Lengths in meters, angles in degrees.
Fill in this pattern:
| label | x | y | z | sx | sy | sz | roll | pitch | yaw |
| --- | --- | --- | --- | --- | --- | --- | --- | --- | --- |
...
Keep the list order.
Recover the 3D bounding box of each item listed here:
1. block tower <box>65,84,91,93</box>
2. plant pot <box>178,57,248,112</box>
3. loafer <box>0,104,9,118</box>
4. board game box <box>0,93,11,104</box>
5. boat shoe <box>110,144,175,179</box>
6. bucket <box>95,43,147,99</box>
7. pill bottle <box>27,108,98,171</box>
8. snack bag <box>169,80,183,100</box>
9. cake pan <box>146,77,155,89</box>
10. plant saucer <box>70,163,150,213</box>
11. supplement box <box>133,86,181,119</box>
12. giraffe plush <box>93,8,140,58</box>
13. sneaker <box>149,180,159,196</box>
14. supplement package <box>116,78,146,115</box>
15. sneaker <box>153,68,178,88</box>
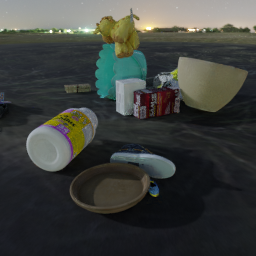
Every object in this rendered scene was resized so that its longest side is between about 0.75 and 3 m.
| label | x | y | z | sx | sy | sz | roll | pitch | yaw |
| --- | --- | --- | --- | --- | --- | --- | --- | --- | --- |
| block tower | -2.913 | -2.301 | 16.212 | 1.439 | 0.389 | 0.416 | -5 | 23 | -13 |
| plant pot | 3.536 | -1.850 | 12.562 | 2.992 | 2.008 | 2.992 | 12 | 13 | -3 |
| loafer | -5.588 | -0.718 | 12.213 | 0.423 | 0.437 | 1.246 | 1 | 22 | 3 |
| board game box | -6.998 | -1.387 | 12.847 | 2.352 | 0.580 | 2.977 | 1 | 9 | 10 |
| boat shoe | 0.490 | 0.852 | 7.974 | 1.887 | 0.668 | 0.857 | 7 | 27 | 23 |
| bucket | -0.397 | -2.856 | 14.504 | 1.872 | 2.877 | 2.877 | 0 | 20 | -24 |
| pill bottle | -1.872 | 0.189 | 8.756 | 1.340 | 1.340 | 2.571 | 6 | 23 | 15 |
| snack bag | 3.217 | -1.975 | 14.670 | 1.755 | 0.199 | 1.861 | 3 | 40 | -13 |
| cake pan | 1.910 | -2.345 | 16.098 | 2.990 | 0.548 | 2.990 | 0 | 22 | 0 |
| plant saucer | -0.425 | 1.446 | 6.880 | 1.964 | 0.289 | 1.964 | -5 | 23 | 2 |
| supplement box | 1.277 | -1.141 | 12.324 | 2.096 | 1.141 | 0.638 | -12 | 25 | -25 |
| giraffe plush | -0.450 | -3.298 | 9.625 | 1.310 | 1.616 | 1.394 | 16 | 26 | 25 |
| sneaker | 0.557 | 1.401 | 7.134 | 0.267 | 0.317 | 0.809 | -10 | 22 | -19 |
| supplement package | 0.131 | -1.424 | 12.611 | 1.124 | 1.443 | 0.800 | -12 | 25 | -26 |
| sneaker | 2.661 | -2.693 | 15.858 | 2.713 | 1.010 | 1.148 | -15 | -19 | 39 |
